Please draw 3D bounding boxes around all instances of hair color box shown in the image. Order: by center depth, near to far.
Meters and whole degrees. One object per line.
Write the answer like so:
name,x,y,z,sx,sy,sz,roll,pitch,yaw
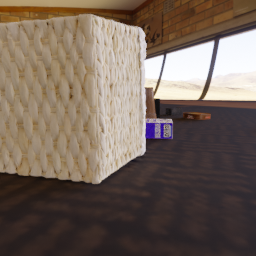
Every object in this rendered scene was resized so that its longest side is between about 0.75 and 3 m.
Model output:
hair color box,0.543,0.007,8.806,1.695,0.549,0.927,0,9,7

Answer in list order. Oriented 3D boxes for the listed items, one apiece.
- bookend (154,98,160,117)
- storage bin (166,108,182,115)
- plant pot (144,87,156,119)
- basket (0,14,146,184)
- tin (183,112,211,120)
bookend,0.324,-1.170,15.791,2.286,1.060,2.301,-2,7,-17
storage bin,2.790,-1.006,17.008,0.903,0.423,0.610,-4,9,-24
plant pot,0.566,-1.081,12.953,1.652,1.636,1.652,1,8,0
basket,-1.206,-0.619,5.341,2.706,2.730,2.196,2,10,19
tin,3.595,-0.641,14.675,0.918,0.343,1.639,-9,11,-30
